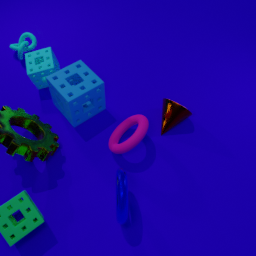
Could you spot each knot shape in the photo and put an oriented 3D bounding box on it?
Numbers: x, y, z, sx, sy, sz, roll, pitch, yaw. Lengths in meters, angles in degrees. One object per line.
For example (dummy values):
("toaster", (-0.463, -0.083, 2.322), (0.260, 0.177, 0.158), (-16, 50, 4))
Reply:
("knot shape", (-3.900, -2.972, 10.359), (1.047, 0.484, 0.980), (-17, 54, 23))

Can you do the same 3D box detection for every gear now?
("gear", (-2.868, 0.133, 7.770), (1.951, 1.951, 0.361), (46, 110, 25))

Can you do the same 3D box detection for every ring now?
("ring", (-0.159, 1.658, 6.878), (0.271, 1.357, 1.357), (0, 57, -3))
("ring", (0.006, 0.169, 8.112), (1.404, 0.281, 1.404), (-34, 27, 20))

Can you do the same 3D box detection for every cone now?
("cone", (1.286, -0.217, 8.716), (1.042, 1.042, 1.046), (29, 88, 18))

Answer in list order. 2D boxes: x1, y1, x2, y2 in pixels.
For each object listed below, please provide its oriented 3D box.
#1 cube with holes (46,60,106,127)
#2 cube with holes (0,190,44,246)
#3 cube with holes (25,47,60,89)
("cube with holes", (-1.589, -1.074, 8.786), (1.243, 1.243, 1.243), (-33, 62, -22))
("cube with holes", (-2.654, 2.129, 6.773), (0.864, 0.864, 0.864), (-34, 91, -20))
("cube with holes", (-2.852, -2.019, 9.525), (0.885, 0.885, 0.885), (-16, 65, -1))
